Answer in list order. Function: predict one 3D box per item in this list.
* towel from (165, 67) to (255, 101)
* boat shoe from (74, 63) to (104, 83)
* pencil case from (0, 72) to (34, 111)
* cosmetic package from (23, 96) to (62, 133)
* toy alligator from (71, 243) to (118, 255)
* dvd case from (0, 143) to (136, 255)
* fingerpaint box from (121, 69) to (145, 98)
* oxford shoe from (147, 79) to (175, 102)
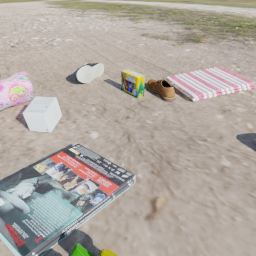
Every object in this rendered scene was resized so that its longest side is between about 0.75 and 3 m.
[{"bbox_3d":[3.298,-1.796,11.445,2.975,0.445,2.177,-13,32,-17],"label":"towel"},{"bbox_3d":[-1.789,-2.467,12.216,0.620,0.759,2.055,13,29,21],"label":"boat shoe"},{"bbox_3d":[-4.454,-1.041,9.356,1.170,1.170,2.676,21,37,31],"label":"pencil case"},{"bbox_3d":[-2.549,-0.414,8.441,0.724,0.720,0.865,3,40,12],"label":"cosmetic package"},{"bbox_3d":[0.029,2.437,3.827,2.382,0.706,0.646,31,1,42],"label":"toy alligator"},{"bbox_3d":[-1.497,1.347,6.011,2.049,0.309,2.807,23,36,35],"label":"dvd case"},{"bbox_3d":[0.168,-1.718,10.810,0.372,0.846,1.014,-21,37,-33],"label":"fingerpaint box"},{"bbox_3d":[1.298,-1.644,10.907,0.647,0.647,1.815,-15,31,-22],"label":"oxford shoe"}]
